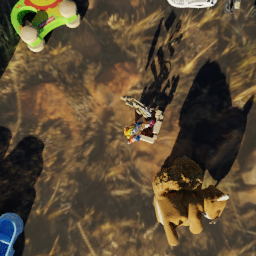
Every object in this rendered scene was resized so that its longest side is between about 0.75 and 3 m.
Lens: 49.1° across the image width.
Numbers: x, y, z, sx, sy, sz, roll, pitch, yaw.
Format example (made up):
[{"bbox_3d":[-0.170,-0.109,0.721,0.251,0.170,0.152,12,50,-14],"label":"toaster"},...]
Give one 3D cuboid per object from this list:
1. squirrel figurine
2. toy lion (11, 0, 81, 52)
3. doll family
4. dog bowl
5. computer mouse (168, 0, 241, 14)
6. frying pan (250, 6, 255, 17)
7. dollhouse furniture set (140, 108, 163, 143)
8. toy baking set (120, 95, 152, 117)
[{"bbox_3d":[1.806,1.933,8.096,2.021,1.532,2.165,-12,93,-5],"label":"squirrel figurine"},{"bbox_3d":[-2.851,-4.088,9.336,2.371,0.814,2.272,-36,77,-4],"label":"toy lion"},{"bbox_3d":[0.256,-0.002,8.739,1.129,0.701,0.509,-44,104,-28],"label":"doll family"},{"bbox_3d":[-3.814,3.379,8.556,0.846,0.376,1.517,19,83,3],"label":"dog bowl"},{"bbox_3d":[2.524,-4.543,9.366,2.505,0.549,1.373,0,107,1],"label":"computer mouse"},{"bbox_3d":[4.773,-4.410,9.554,0.989,0.266,1.634,14,85,2],"label":"frying pan"},{"bbox_3d":[0.753,-0.102,8.868,0.472,0.553,1.066,19,84,-4],"label":"dollhouse furniture set"},{"bbox_3d":[0.275,-0.651,8.511,0.971,1.265,0.147,44,110,9],"label":"toy baking set"}]
